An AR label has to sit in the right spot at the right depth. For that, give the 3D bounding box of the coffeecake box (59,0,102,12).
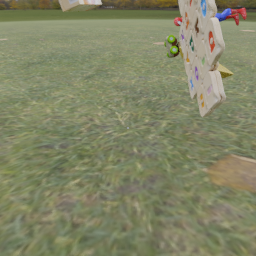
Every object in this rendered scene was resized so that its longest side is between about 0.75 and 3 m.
[{"bbox_3d":[-1.440,-3.945,7.780,0.576,1.210,1.577,-13,18,22],"label":"coffeecake box"}]

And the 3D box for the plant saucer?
[{"bbox_3d":[1.984,-1.652,7.315,1.166,0.282,1.166,1,38,-40],"label":"plant saucer"}]

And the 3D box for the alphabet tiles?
[{"bbox_3d":[1.364,-1.722,5.457,0.212,2.900,2.836,-9,-10,4],"label":"alphabet tiles"}]

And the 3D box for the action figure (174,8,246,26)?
[{"bbox_3d":[2.460,-3.029,8.492,2.146,1.062,0.700,-3,-3,-6],"label":"action figure"}]

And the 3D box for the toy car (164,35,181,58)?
[{"bbox_3d":[1.674,-2.674,8.951,0.874,0.689,0.718,-15,4,-1],"label":"toy car"}]
